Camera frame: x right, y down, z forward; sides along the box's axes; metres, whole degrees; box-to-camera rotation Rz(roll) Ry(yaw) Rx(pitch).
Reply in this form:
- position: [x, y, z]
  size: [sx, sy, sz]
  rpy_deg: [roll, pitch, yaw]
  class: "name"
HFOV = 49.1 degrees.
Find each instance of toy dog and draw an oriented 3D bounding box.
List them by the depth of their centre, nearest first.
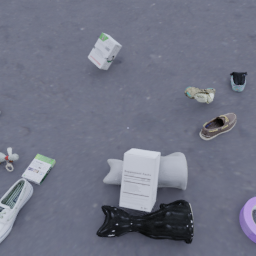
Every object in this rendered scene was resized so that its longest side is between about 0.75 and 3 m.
- position: [-4.446, 1.064, 10.200]
  size: [1.106, 0.729, 0.533]
  rpy_deg: [18, 14, 9]
  class: "toy dog"

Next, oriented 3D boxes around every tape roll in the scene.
- position: [4.281, 2.888, 8.716]
  size: [1.458, 0.478, 1.458]
  rpy_deg: [0, 51, 0]
  class: "tape roll"

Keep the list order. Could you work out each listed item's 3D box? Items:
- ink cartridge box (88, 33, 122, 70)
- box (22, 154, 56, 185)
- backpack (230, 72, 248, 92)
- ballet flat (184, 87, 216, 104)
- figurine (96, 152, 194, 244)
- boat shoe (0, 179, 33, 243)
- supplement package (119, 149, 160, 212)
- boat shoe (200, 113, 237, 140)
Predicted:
- position: [-1.088, -3.531, 13.002]
  size: [0.993, 1.359, 0.573]
  rpy_deg: [45, 23, 21]
  class: "ink cartridge box"
- position: [-3.192, 1.475, 10.066]
  size: [0.746, 0.188, 1.034]
  rpy_deg: [18, 54, 14]
  class: "box"
- position: [5.040, -2.109, 12.741]
  size: [0.755, 0.573, 0.905]
  rpy_deg: [0, 51, 17]
  class: "backpack"
- position: [3.115, -1.317, 11.633]
  size: [1.799, 0.610, 0.677]
  rpy_deg: [0, 48, -36]
  class: "ballet flat"
- position: [0.513, 2.132, 8.967]
  size: [2.811, 1.240, 2.881]
  rpy_deg: [-1, 50, 5]
  class: "figurine"
- position: [-3.889, 2.573, 8.777]
  size: [0.836, 0.759, 2.272]
  rpy_deg: [15, 53, 12]
  class: "boat shoe"
- position: [0.386, 1.557, 8.650]
  size: [0.987, 1.649, 1.000]
  rpy_deg: [7, 6, 14]
  class: "supplement package"
- position: [3.672, -0.169, 11.159]
  size: [1.873, 0.557, 0.673]
  rpy_deg: [-26, 55, -20]
  class: "boat shoe"
